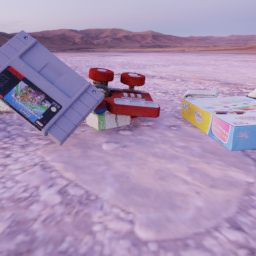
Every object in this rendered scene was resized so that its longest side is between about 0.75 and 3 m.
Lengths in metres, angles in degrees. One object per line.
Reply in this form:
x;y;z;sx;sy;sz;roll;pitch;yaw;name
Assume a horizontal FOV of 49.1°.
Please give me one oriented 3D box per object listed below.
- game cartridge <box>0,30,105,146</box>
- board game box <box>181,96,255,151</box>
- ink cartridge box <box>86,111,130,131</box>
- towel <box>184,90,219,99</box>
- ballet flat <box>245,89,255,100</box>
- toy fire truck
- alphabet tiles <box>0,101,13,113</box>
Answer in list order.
-2.109;-0.993;6.732;2.655;0.510;1.721;38;64;1;game cartridge
3.080;-0.269;7.771;2.254;0.594;2.946;-4;19;-11;board game box
-0.575;-0.314;8.147;1.078;0.453;0.784;-11;21;-31;ink cartridge box
2.757;-1.110;10.519;1.226;0.525;1.016;5;17;20;towel
5.001;-1.128;10.135;2.257;0.825;0.825;-2;18;-7;ballet flat
-0.366;-0.869;8.200;2.377;1.333;1.996;6;21;-9;toy fire truck
-4.755;-0.683;9.802;1.711;0.128;1.750;-3;18;-6;alphabet tiles
